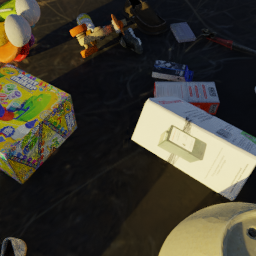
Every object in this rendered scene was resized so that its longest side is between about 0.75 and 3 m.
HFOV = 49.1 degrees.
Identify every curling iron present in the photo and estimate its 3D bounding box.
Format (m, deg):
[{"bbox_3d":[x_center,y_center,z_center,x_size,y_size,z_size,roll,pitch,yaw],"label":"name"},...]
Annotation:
[{"bbox_3d":[3.701,-3.029,10.130,2.427,0.310,0.602,31,16,17],"label":"curling iron"}]

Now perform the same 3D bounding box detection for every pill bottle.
[{"bbox_3d":[-1.594,-3.889,10.705,0.551,0.551,0.983,-16,55,-12],"label":"pill bottle"}]

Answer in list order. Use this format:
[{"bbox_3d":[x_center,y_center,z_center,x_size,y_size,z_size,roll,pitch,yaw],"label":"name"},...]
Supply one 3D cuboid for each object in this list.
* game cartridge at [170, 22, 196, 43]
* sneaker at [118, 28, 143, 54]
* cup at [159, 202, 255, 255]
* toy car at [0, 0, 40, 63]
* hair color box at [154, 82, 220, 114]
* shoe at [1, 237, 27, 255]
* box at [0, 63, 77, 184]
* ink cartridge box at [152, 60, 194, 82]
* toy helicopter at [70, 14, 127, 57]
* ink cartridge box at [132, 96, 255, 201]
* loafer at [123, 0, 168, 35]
[{"bbox_3d":[2.090,-3.680,10.782,0.703,0.208,1.085,-12,53,-4],"label":"game cartridge"},{"bbox_3d":[0.053,-3.085,10.143,0.675,0.496,1.492,-18,51,-10],"label":"sneaker"},{"bbox_3d":[2.047,2.494,4.742,2.996,2.143,2.996,0,53,0],"label":"cup"},{"bbox_3d":[-3.907,-3.215,9.405,2.044,1.751,2.335,-1,58,16],"label":"toy car"},{"bbox_3d":[1.704,-0.901,8.378,1.806,0.553,0.917,0,52,1],"label":"hair color box"},{"bbox_3d":[-2.317,3.024,5.371,0.635,0.485,1.816,-7,52,-5],"label":"shoe"},{"bbox_3d":[-2.956,-0.199,7.314,2.270,1.385,2.187,27,56,19],"label":"box"},{"bbox_3d":[1.514,-1.881,9.337,1.342,0.263,0.667,11,52,8],"label":"ink cartridge box"},{"bbox_3d":[-0.690,-3.533,9.961,1.699,1.013,2.569,-13,23,37],"label":"toy helicopter"},{"bbox_3d":[1.680,0.290,6.597,2.572,1.080,1.871,31,21,23],"label":"ink cartridge box"},{"bbox_3d":[0.595,-4.455,10.947,0.873,0.853,2.391,-34,59,-23],"label":"loafer"}]
